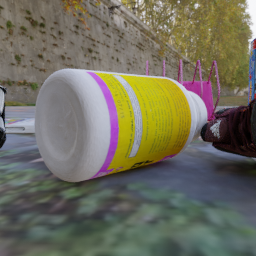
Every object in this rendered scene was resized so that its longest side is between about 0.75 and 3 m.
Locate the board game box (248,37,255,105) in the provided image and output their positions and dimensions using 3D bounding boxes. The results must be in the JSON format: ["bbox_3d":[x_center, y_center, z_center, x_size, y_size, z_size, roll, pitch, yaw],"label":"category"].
[{"bbox_3d":[5.589,-1.510,9.239,2.939,2.877,0.821,2,6,10],"label":"board game box"}]

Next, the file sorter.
[{"bbox_3d":[1.978,-1.483,10.678,2.699,1.876,1.693,1,-31,5],"label":"file sorter"}]

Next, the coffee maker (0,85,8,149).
[{"bbox_3d":[-2.346,-0.121,4.703,0.659,0.979,0.940,-4,-34,-16],"label":"coffee maker"}]

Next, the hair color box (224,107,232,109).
[{"bbox_3d":[4.725,-0.628,12.331,0.893,0.538,1.758,0,5,15],"label":"hair color box"}]

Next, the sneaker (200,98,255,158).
[{"bbox_3d":[1.379,0.094,3.161,1.492,0.978,2.584,3,-4,39],"label":"sneaker"}]

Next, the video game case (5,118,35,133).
[{"bbox_3d":[-3.193,-0.083,8.128,2.140,0.270,2.349,0,6,-5],"label":"video game case"}]

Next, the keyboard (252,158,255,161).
[{"bbox_3d":[1.926,0.406,4.168,0.284,0.054,1.010,6,6,6],"label":"keyboard"}]

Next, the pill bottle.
[{"bbox_3d":[0.085,-0.091,3.519,2.211,1.153,1.153,-6,8,-44],"label":"pill bottle"}]
